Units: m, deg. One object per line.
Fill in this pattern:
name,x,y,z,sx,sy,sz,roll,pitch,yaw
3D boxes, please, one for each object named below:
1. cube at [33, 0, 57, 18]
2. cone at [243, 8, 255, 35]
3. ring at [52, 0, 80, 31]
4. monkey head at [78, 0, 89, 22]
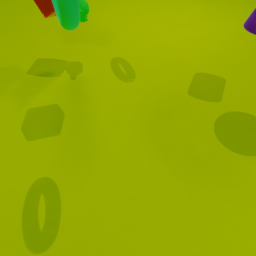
cube,-2.182,-3.773,8.088,0.797,0.797,0.797,-26,19,20
cone,3.202,-2.719,5.615,1.411,1.417,1.411,-2,38,2
ring,-1.009,-2.163,4.017,0.296,1.480,1.480,-17,49,-10
monkey head,-1.487,-3.418,8.139,0.737,0.617,1.025,-9,49,-5
